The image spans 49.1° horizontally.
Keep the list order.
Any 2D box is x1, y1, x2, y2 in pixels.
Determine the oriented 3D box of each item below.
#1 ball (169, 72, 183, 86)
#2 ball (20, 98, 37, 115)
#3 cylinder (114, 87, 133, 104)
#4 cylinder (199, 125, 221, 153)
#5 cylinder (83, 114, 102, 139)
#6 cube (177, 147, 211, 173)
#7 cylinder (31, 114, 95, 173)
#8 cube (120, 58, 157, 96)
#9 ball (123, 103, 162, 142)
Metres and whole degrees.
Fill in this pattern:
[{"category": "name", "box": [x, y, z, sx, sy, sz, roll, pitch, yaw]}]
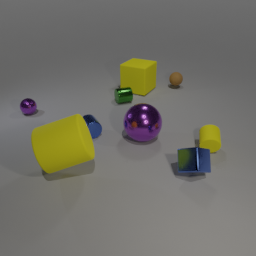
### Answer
[{"category": "ball", "box": [2.492, -2.554, 14.540, 0.700, 0.700, 0.700, 0, 30, 0]}, {"category": "ball", "box": [-4.280, -0.930, 12.035, 0.700, 0.700, 0.700, 0, 30, 0]}, {"category": "cylinder", "box": [-0.206, -1.533, 13.074, 0.700, 0.700, 0.700, -11, 32, -18]}, {"category": "cylinder", "box": [2.797, 0.362, 9.565, 0.700, 0.700, 0.700, 5, 47, 9]}, {"category": "cylinder", "box": [-1.413, -0.057, 10.521, 0.700, 0.700, 0.700, -13, 33, -21]}, {"category": "cube", "box": [1.947, 0.964, 8.256, 0.700, 0.700, 0.700, 11, -15, -43]}, {"category": "cylinder", "box": [-1.857, 0.453, 8.181, 1.400, 1.400, 1.400, -19, 31, 2]}, {"category": "cube", "box": [0.537, -2.629, 14.230, 1.400, 1.400, 1.400, 14, 32, 25]}, {"category": "ball", "box": [0.529, -0.194, 10.095, 1.400, 1.400, 1.400, 0, 30, 0]}]
